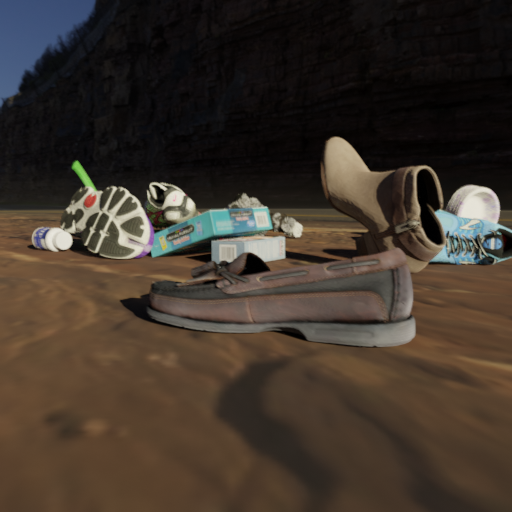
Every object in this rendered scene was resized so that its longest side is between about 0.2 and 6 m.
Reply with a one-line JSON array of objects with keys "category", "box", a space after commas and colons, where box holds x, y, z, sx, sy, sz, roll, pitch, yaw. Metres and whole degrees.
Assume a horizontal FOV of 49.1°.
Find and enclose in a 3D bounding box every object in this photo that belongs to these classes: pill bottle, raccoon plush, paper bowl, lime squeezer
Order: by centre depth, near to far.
[{"category": "pill bottle", "box": [-4.232, -0.338, 11.657, 0.822, 0.492, 0.492, 5, 8, 37]}, {"category": "paper bowl", "box": [5.213, -1.043, 13.747, 1.360, 1.360, 0.707, -3, 16, -26]}, {"category": "raccoon plush", "box": [-0.042, -0.770, 15.518, 2.359, 1.141, 1.580, 28, -10, -3]}, {"category": "lime squeezer", "box": [-3.687, -1.061, 15.689, 0.709, 1.327, 3.757, -33, -47, 31]}]

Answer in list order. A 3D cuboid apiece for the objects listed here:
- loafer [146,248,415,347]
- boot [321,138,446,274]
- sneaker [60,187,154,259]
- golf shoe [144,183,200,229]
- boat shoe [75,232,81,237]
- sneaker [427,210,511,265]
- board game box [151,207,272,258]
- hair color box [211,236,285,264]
[{"category": "loafer", "box": [0.140, 0.262, 4.813, 2.411, 0.759, 0.866, 3, 7, 24]}, {"category": "boot", "box": [1.926, -0.926, 8.369, 0.878, 2.500, 1.828, -17, -6, -25]}, {"category": "sneaker", "box": [-2.759, -0.638, 11.292, 1.363, 1.317, 3.266, 27, -2, -37]}, {"category": "golf shoe", "box": [-2.475, -1.492, 15.592, 1.155, 1.465, 3.181, -37, 24, -18]}, {"category": "boat shoe", "box": [-4.589, -0.779, 15.384, 0.583, 0.571, 1.637, -8, 6, -28]}, {"category": "sneaker", "box": [3.541, -0.288, 9.333, 2.394, 0.938, 1.077, -4, 11, -30]}, {"category": "board game box", "box": [-0.869, -0.432, 10.324, 1.407, 0.437, 1.864, -8, -6, -46]}, {"category": "hair color box", "box": [-0.111, -0.105, 9.773, 0.681, 0.417, 1.377, 3, 6, 31]}]
